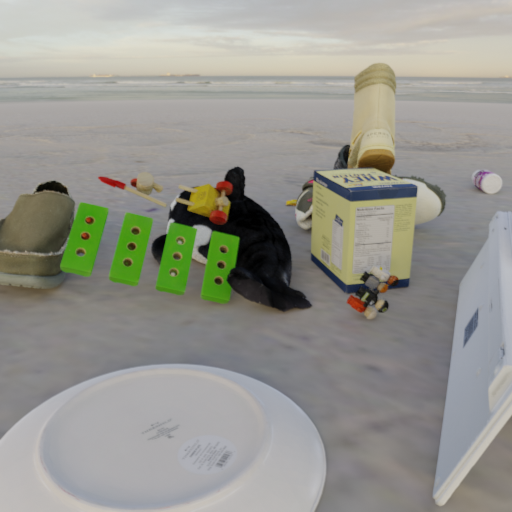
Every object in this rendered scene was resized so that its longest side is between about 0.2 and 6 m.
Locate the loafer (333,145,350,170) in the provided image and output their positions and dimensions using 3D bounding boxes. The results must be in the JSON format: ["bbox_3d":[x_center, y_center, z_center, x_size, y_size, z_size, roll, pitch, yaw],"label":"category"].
[{"bbox_3d":[2.669,-2.179,14.326,1.070,1.106,3.151,-3,20,-8],"label":"loafer"}]

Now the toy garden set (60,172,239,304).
[{"bbox_3d":[-1.401,-0.369,8.107,2.284,1.904,0.456,13,-27,-10],"label":"toy garden set"}]

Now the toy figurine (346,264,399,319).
[{"bbox_3d":[1.546,0.472,7.325,0.440,0.633,0.623,33,67,4],"label":"toy figurine"}]

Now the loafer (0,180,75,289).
[{"bbox_3d":[-3.627,-0.471,9.076,1.296,1.200,3.446,6,18,-16],"label":"loafer"}]

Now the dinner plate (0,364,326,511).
[{"bbox_3d":[-0.856,1.609,4.849,2.917,0.354,2.917,1,21,0],"label":"dinner plate"}]

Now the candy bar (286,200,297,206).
[{"bbox_3d":[1.280,-1.229,13.118,1.189,0.132,0.296,3,21,8],"label":"candy bar"}]

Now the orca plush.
[{"bbox_3d":[-0.578,-0.629,9.206,2.361,1.595,4.487,-3,20,-8],"label":"orca plush"}]

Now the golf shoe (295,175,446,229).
[{"bbox_3d":[2.210,-0.848,11.050,2.918,1.126,1.285,1,36,18],"label":"golf shoe"}]

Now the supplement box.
[{"bbox_3d":[1.616,-0.460,8.769,1.055,1.570,1.572,-5,20,-14],"label":"supplement box"}]

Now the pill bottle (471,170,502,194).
[{"bbox_3d":[5.972,-1.959,14.595,0.522,0.522,0.931,0,19,0],"label":"pill bottle"}]

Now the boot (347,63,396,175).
[{"bbox_3d":[2.043,-2.270,10.050,0.805,1.720,2.213,1,-6,6],"label":"boot"}]

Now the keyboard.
[{"bbox_3d":[2.461,0.648,6.080,0.253,1.334,4.741,23,25,14],"label":"keyboard"}]
